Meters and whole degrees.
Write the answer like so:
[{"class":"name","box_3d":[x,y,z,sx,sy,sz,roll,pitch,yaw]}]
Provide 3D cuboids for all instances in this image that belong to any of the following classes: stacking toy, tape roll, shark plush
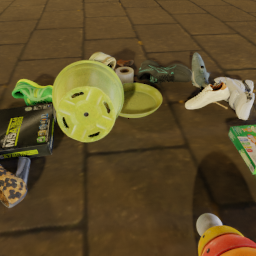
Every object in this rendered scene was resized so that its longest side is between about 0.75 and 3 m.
[{"class":"stacking toy","box_3d":[2.168,2.874,6.242,1.891,1.891,2.588,-6,19,-7]},{"class":"tape roll","box_3d":[-0.166,-2.502,13.510,0.867,0.596,0.867,0,38,0]},{"class":"shark plush","box_3d":[3.280,-2.481,13.055,1.219,1.118,2.684,7,39,8]}]

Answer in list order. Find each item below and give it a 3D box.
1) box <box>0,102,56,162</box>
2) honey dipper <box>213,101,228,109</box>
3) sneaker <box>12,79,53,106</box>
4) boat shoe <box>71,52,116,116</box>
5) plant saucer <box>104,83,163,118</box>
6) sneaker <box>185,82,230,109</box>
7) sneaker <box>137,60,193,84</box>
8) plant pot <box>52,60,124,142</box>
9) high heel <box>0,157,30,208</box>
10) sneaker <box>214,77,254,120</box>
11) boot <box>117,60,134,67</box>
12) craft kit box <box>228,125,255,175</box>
[{"class":"box","box_3d":[-3.931,0.110,10.118,2.467,0.607,2.555,-6,39,-5]},{"class":"honey dipper","box_3d":[3.909,-1.018,12.016,0.154,0.154,0.813,-29,51,-32]},{"class":"sneaker","box_3d":[-3.792,-1.297,11.900,2.564,0.950,1.071,15,57,21]},{"class":"boat shoe","box_3d":[-1.377,-1.442,10.450,0.883,2.805,1.023,33,5,39]},{"class":"plant saucer","box_3d":[0.192,-1.151,11.966,2.531,0.393,2.531,1,38,0]},{"class":"sneaker","box_3d":[3.160,-1.386,11.531,1.832,0.775,0.667,-20,32,18]},{"class":"sneaker","box_3d":[1.717,-2.464,13.359,2.720,1.026,1.078,14,54,26]},{"class":"plant pot","box_3d":[-1.305,-0.755,9.124,2.610,2.610,2.400,-4,20,-5]},{"class":"high heel","box_3d":[-4.281,1.517,8.041,2.718,0.971,1.938,1,31,-13]},{"class":"sneaker","box_3d":[4.284,-1.290,11.655,1.612,1.054,2.804,13,35,16]},{"class":"boot","box_3d":[-0.156,-3.567,15.123,0.812,0.299,0.628,-24,40,-31]},{"class":"craft kit box","box_3d":[4.846,0.647,9.646,2.028,0.498,2.053,-2,38,-7]}]
